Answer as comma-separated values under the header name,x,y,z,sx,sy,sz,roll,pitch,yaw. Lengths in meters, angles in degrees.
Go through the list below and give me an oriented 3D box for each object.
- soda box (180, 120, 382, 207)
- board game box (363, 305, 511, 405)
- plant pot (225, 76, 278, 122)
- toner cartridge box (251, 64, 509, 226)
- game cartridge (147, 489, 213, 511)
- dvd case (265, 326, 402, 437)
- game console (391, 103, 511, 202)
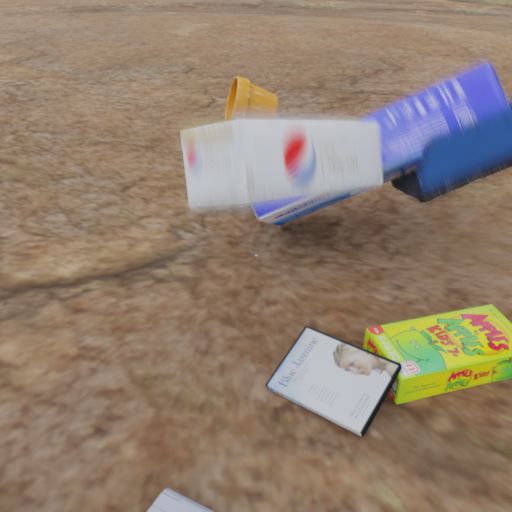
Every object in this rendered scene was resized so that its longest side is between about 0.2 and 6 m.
name,x,y,z,sx,sy,sz,roll,pitch,yaw
soda box,0.448,-1.207,7.078,0.966,0.903,2.836,2,11,43
board game box,2.498,1.243,7.329,1.926,0.459,0.979,-9,34,-13
plant pot,-0.105,-4.003,14.975,1.184,1.293,1.293,10,30,-15
toner cartridge box,1.906,-1.666,9.295,4.041,0.872,1.920,-22,-5,13
game cartridge,-0.832,2.808,5.109,0.847,0.260,1.272,19,37,20
dvd case,0.929,1.474,6.845,1.391,0.122,0.993,18,59,36
game console,3.020,-1.657,8.268,1.860,1.101,1.588,-22,23,-5
